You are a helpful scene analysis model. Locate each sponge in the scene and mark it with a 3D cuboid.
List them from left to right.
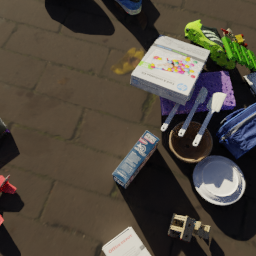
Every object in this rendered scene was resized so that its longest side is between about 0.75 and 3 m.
[{"bbox_3d":[2.738,-1.431,11.349,2.913,0.434,1.625,-5,69,-2],"label":"sponge"}]

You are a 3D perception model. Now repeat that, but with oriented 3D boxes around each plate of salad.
[{"bbox_3d":[3.254,1.877,10.100,1.846,0.443,1.846,0,61,0],"label":"plate of salad"}]

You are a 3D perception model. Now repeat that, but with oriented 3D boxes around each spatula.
[{"bbox_3d":[2.393,-0.610,10.525,1.781,0.206,2.562,26,67,17],"label":"spatula"}]

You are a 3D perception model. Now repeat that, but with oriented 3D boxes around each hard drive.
[{"bbox_3d":[5.643,-1.932,11.371,1.498,0.283,1.047,-18,57,3],"label":"hard drive"}]

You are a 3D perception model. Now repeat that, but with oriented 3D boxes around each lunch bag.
[{"bbox_3d":[4.288,0.028,10.244,2.158,1.466,1.428,-31,72,-9],"label":"lunch bag"}]

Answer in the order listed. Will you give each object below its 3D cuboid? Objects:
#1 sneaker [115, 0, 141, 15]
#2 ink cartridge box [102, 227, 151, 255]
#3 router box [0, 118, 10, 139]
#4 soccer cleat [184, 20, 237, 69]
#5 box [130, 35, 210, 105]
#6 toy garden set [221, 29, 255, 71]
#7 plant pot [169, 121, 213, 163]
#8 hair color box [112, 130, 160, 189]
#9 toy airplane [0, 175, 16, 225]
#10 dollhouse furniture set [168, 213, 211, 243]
[{"bbox_3d":[-0.516,-6.504,12.634,1.089,1.578,2.836,-42,75,-14],"label":"sneaker"},{"bbox_3d":[0.082,4.229,9.083,1.175,0.684,1.614,-34,74,-12],"label":"ink cartridge box"},{"bbox_3d":[-5.416,-0.076,10.874,1.031,0.353,1.382,-39,74,-13],"label":"router box"},{"bbox_3d":[3.663,-3.649,11.947,1.138,0.948,2.809,-36,72,-20],"label":"soccer cleat"},{"bbox_3d":[1.729,-2.415,11.144,2.278,0.602,2.922,23,56,14],"label":"box"},{"bbox_3d":[4.420,-3.253,11.501,2.202,0.439,1.835,8,60,-38],"label":"toy garden set"},{"bbox_3d":[2.278,0.591,10.428,1.573,0.726,1.573,0,69,0],"label":"plant pot"},{"bbox_3d":[0.296,1.147,10.065,0.608,1.005,2.009,35,73,12],"label":"hair color box"},{"bbox_3d":[-4.878,2.500,9.892,2.081,0.383,2.081,-2,65,5],"label":"toy airplane"},{"bbox_3d":[2.068,3.477,9.465,1.075,0.758,0.753,29,70,-21],"label":"dollhouse furniture set"}]
